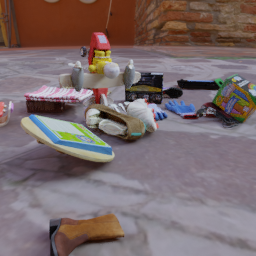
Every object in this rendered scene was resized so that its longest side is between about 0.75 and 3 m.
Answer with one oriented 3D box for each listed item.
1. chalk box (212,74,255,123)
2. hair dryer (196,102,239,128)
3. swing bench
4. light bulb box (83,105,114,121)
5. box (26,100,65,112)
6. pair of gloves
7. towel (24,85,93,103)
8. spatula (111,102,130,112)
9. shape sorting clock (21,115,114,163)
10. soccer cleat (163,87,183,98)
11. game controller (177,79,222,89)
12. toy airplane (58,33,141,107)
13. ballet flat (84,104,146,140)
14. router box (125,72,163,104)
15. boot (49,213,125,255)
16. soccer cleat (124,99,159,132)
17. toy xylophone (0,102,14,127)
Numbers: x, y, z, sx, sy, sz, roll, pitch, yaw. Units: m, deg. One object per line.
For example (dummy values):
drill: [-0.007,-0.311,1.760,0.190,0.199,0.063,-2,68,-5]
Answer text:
chalk box: [4.448,-1.378,11.655,1.998,1.238,1.247,41,40,23]
hair dryer: [3.834,-0.539,11.711,1.683,0.600,2.209,26,35,19]
swing bench: [-2.160,-2.151,14.612,2.138,1.387,2.127,-2,21,11]
light bulb box: [-1.193,-0.596,11.505,0.923,0.576,0.915,14,25,32]
box: [-3.734,-1.075,12.792,1.584,0.593,0.793,2,20,-1]
pair of gloves: [1.742,-0.822,12.503,2.763,0.315,2.221,-2,21,-7]
towel: [-3.084,-1.558,12.742,2.602,0.389,1.904,4,19,9]
spatula: [-0.217,-0.981,13.193,1.009,0.117,1.451,-5,21,-15]
shape sorting clock: [-1.680,0.326,7.997,2.759,0.541,2.759,20,10,-4]
soccer cleat: [2.062,-1.938,15.084,1.763,0.601,0.645,-1,19,5]
game controller: [4.456,-2.795,17.299,2.837,0.597,1.480,3,21,5]
toy airplane: [-0.950,-1.943,10.650,2.629,2.618,1.855,-55,28,-17]
ballet flat: [-0.776,-0.195,9.951,2.928,0.993,1.059,22,23,33]
router box: [0.796,-1.995,13.932,1.883,1.480,0.492,4,21,11]
boot: [-0.717,2.033,5.036,1.326,0.454,1.249,1,12,-17]
soccer cleat: [0.477,-0.432,10.810,1.036,0.926,2.672,-18,23,-1]
toy xylophone: [-5.819,-0.365,10.685,2.898,0.728,2.122,-11,24,-25]
